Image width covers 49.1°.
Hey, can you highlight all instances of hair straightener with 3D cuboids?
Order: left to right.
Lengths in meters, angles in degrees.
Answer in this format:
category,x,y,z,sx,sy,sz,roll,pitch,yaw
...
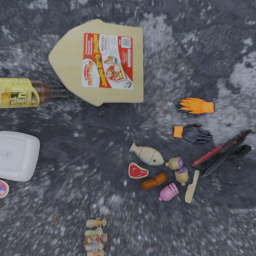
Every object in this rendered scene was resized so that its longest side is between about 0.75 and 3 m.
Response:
category,x,y,z,sx,sy,sz,roll,pitch,yaw
hair straightener,3.169,0.841,8.620,2.343,0.479,0.901,-32,82,-10

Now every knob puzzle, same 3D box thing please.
category,x,y,z,sx,sy,sz,roll,pitch,yaw
knob puzzle,-0.995,-2.074,8.957,3.236,0.449,3.236,2,77,-11

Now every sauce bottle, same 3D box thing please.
category,x,y,z,sx,sy,sz,roll,pitch,yaw
sauce bottle,-2.998,-1.027,8.124,2.642,0.855,0.855,-7,78,-35

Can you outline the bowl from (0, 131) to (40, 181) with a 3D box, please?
category,x,y,z,sx,sy,sz,roll,pitch,yaw
bowl,-3.547,0.820,8.520,1.476,0.552,1.479,10,78,1

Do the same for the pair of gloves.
category,x,y,z,sx,sy,sz,roll,pitch,yaw
pair of gloves,2.100,-0.257,8.901,1.280,0.178,1.437,7,80,1

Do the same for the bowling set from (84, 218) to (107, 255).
category,x,y,z,sx,sy,sz,roll,pitch,yaw
bowling set,-0.901,3.208,7.979,0.610,0.791,1.137,-4,83,-2

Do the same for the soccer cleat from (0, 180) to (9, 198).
category,x,y,z,sx,sy,sz,roll,pitch,yaw
soccer cleat,-4.564,1.616,8.274,1.965,0.719,0.670,16,80,3

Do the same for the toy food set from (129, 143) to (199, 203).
category,x,y,z,sx,sy,sz,roll,pitch,yaw
toy food set,0.981,1.429,8.492,2.271,0.358,1.444,18,80,3
